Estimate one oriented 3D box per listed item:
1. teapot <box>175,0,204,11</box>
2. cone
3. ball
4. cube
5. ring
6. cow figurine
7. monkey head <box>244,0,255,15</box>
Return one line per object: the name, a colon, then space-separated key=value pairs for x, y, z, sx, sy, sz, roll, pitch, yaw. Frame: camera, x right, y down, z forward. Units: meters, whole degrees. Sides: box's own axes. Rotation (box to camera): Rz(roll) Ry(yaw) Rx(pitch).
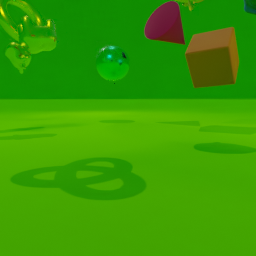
teapot: x=1.319 y=-3.036 z=6.019 sx=1.041 sy=0.820 sz=1.674 roll=3 pitch=41 yaw=3
cone: x=1.747 y=-3.652 z=10.746 sx=1.608 sy=1.602 sz=1.602 roll=29 pitch=-14 yaw=-39
ball: x=-0.574 y=-2.448 z=10.631 sx=1.308 sy=1.308 sz=1.308 roll=0 pitch=6 yaw=0
cube: x=2.499 y=-2.037 z=8.207 sx=1.197 sy=1.197 sz=1.197 roll=-2 pitch=41 yaw=30
ring: x=-3.204 y=-3.290 z=8.486 sx=0.351 sy=1.757 sz=1.757 roll=-26 pitch=-8 yaw=30
cow figurine: x=-2.341 y=-2.036 z=6.943 sx=1.361 sy=1.339 sz=0.747 roll=-8 pitch=-7 yaw=-35
monkey head: x=2.516 y=-2.572 z=5.237 sx=1.124 sy=0.677 sz=0.809 roll=-6 pitch=39 yaw=22
